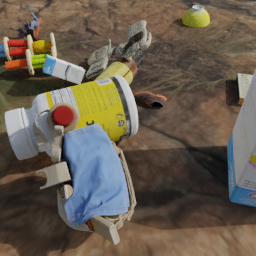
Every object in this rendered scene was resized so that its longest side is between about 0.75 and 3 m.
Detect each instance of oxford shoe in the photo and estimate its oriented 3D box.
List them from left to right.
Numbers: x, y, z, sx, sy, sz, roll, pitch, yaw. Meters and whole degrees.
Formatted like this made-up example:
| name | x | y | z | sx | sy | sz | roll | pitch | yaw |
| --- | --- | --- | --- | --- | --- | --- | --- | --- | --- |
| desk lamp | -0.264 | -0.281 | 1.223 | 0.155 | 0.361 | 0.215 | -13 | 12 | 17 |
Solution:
| name | x | y | z | sx | sy | sz | roll | pitch | yaw |
| --- | --- | --- | --- | --- | --- | --- | --- | --- | --- |
| oxford shoe | 0.647 | -0.856 | 8.601 | 1.021 | 0.363 | 0.370 | 9 | 49 | 9 |

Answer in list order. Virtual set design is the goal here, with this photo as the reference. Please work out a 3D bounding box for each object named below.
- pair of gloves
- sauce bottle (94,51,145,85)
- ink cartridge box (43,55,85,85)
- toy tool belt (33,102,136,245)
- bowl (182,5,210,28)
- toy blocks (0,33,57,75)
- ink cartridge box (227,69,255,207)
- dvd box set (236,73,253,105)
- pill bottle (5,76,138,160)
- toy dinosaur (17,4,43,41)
| name | x | y | z | sx | sy | sz | roll | pitch | yaw |
| --- | --- | --- | --- | --- | --- | --- | --- | --- | --- |
| pair of gloves | -0.309 | -2.685 | 9.671 | 2.457 | 0.431 | 2.089 | -26 | 37 | 17 |
| sauce bottle | -0.268 | -1.702 | 9.116 | 0.936 | 0.936 | 2.835 | 19 | 44 | 20 |
| ink cartridge box | -2.079 | -1.875 | 9.021 | 1.209 | 0.506 | 0.877 | 16 | 13 | -22 |
| toy tool belt | -0.807 | 0.665 | 5.172 | 1.703 | 1.677 | 2.728 | -19 | 86 | -17 |
| bowl | 3.218 | -5.307 | 13.121 | 1.302 | 0.701 | 1.302 | -1 | 43 | 1 |
| toy blocks | -3.864 | -2.606 | 10.067 | 2.495 | 0.906 | 2.079 | -9 | 43 | -9 |
| ink cartridge box | 3.317 | 0.119 | 5.639 | 1.882 | 2.928 | 1.834 | 10 | 44 | 10 |
| dvd box set | 4.533 | -1.153 | 8.951 | 2.013 | 0.296 | 1.473 | 8 | 44 | 9 |
| pill bottle | -1.351 | -0.200 | 6.922 | 2.920 | 1.625 | 1.625 | -16 | 45 | -13 |
| toy dinosaur | -4.218 | -4.502 | 12.516 | 1.789 | 0.939 | 1.623 | 50 | 31 | -8 |
